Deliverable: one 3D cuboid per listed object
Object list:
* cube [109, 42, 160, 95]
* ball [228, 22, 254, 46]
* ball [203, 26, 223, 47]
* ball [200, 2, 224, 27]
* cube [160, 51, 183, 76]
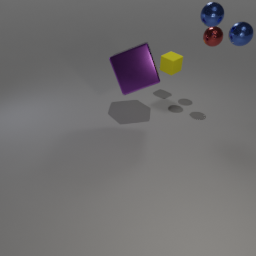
[{"bbox_3d":[0.280,-2.184,10.174,1.400,1.400,1.400,-19,16,10],"label":"cube"},{"bbox_3d":[3.379,-2.810,8.383,0.700,0.700,0.700,0,31,0],"label":"ball"},{"bbox_3d":[3.038,-3.264,9.994,0.700,0.700,0.700,0,31,0],"label":"ball"},{"bbox_3d":[2.550,-3.427,8.476,0.700,0.700,0.700,0,31,0],"label":"ball"},{"bbox_3d":[1.897,-2.838,12.285,0.700,0.700,0.700,-31,49,-33],"label":"cube"}]
